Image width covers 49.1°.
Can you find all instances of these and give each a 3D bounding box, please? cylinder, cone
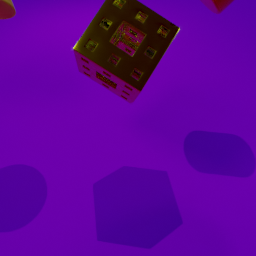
[{"bbox_3d":[1.832,-3.047,5.375,1.168,1.168,1.168,-41,45,18],"label":"cylinder"},{"bbox_3d":[-2.559,-2.785,4.606,1.458,1.463,1.458,6,1,0],"label":"cone"}]

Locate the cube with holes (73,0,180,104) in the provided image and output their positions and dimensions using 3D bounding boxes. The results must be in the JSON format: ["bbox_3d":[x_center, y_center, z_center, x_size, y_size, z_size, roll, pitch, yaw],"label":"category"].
[{"bbox_3d":[-0.061,-1.281,4.709,1.169,1.169,1.169,32,83,-3],"label":"cube with holes"}]
